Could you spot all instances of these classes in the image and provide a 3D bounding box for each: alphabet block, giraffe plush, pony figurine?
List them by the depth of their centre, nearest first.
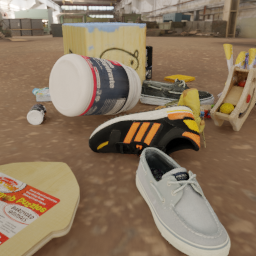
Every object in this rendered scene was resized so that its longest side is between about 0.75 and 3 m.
[{"bbox_3d":[1.305,-0.175,7.863,1.416,1.507,1.746,-8,57,7],"label":"giraffe plush"},{"bbox_3d":[4.061,-1.569,10.149,2.391,2.477,2.063,1,8,-43],"label":"pony figurine"},{"bbox_3d":[-1.084,-3.079,12.441,2.878,2.946,2.893,-13,25,-26],"label":"alphabet block"}]

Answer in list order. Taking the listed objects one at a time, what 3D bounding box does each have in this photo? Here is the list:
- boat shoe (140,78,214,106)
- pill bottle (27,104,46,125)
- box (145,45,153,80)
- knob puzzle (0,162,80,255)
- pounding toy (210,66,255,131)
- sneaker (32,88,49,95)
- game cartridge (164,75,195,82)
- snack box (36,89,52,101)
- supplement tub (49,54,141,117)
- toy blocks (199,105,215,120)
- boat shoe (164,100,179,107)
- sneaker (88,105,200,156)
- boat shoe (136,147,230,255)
[{"bbox_3d":[1.872,-1.382,10.806,2.881,1.021,1.038,4,22,7],"label":"boat shoe"},{"bbox_3d":[-3.010,-0.501,9.330,0.517,0.517,0.974,-3,23,-6],"label":"pill bottle"},{"bbox_3d":[0.361,-3.741,15.631,0.929,1.766,2.157,-13,26,-30],"label":"box"},{"bbox_3d":[-2.062,1.360,4.887,3.035,0.421,3.035,-1,22,0],"label":"knob puzzle"},{"bbox_3d":[3.686,-1.006,8.509,1.435,1.430,2.501,19,57,37],"label":"pounding toy"},{"bbox_3d":[-3.853,-1.661,12.444,0.820,0.326,0.535,-19,30,-40],"label":"sneaker"},{"bbox_3d":[2.772,-2.636,15.036,1.285,0.208,1.133,-17,27,-41],"label":"game cartridge"},{"bbox_3d":[-3.154,-1.404,11.793,1.239,0.328,0.881,-2,22,-6],"label":"snack box"},{"bbox_3d":[-1.005,-1.336,9.161,1.861,1.861,2.652,19,16,38],"label":"supplement tub"},{"bbox_3d":[2.474,-0.539,9.625,0.996,0.498,0.681,3,34,10],"label":"toy blocks"},{"bbox_3d":[1.891,-0.821,10.264,1.193,0.408,0.446,-11,19,31],"label":"boat shoe"},{"bbox_3d":[0.394,0.333,6.768,2.738,0.957,1.232,-14,58,1],"label":"sneaker"},{"bbox_3d":[0.788,1.103,4.862,0.892,0.911,2.557,-8,24,-20],"label":"boat shoe"}]
